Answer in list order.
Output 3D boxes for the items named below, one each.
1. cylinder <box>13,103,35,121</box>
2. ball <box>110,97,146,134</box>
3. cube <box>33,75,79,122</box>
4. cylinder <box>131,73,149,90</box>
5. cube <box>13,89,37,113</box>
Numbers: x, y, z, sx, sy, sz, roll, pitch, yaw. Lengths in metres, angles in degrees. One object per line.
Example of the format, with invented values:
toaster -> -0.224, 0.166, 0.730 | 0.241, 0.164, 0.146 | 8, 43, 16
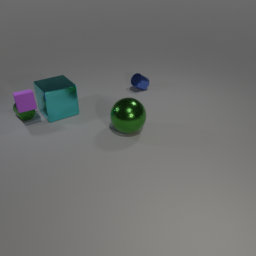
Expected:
cylinder -> -4.423, -0.765, 11.926 | 0.700, 0.700, 0.700 | -25, 40, -34
ball -> 0.012, -0.478, 10.808 | 1.400, 1.400, 1.400 | 0, 32, 0
cube -> -3.083, -1.302, 12.118 | 1.400, 1.400, 1.400 | -20, 38, -28
cylinder -> 0.613, -2.336, 14.165 | 0.700, 0.700, 0.700 | 30, 9, 38
cube -> -4.048, -1.068, 11.001 | 0.700, 0.700, 0.700 | -16, 22, -22
